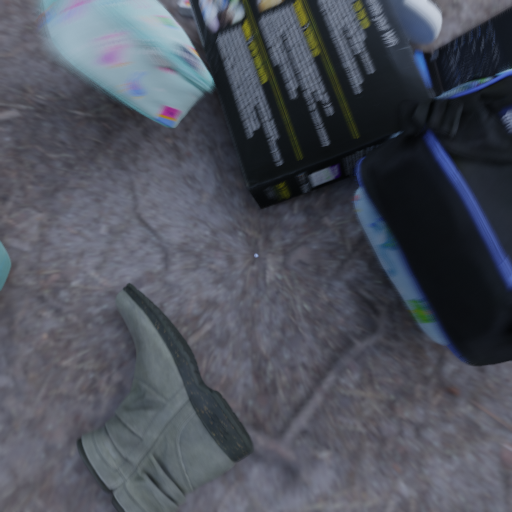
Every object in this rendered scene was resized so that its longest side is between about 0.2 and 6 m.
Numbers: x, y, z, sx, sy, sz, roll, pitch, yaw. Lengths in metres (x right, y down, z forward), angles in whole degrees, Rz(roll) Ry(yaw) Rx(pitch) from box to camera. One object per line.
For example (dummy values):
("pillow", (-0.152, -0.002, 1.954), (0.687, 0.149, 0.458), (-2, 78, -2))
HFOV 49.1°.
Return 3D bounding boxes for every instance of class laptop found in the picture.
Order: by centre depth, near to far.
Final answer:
("laptop", (3.253, -2.917, 9.300), (2.827, 1.460, 2.505), (-23, 63, 38))

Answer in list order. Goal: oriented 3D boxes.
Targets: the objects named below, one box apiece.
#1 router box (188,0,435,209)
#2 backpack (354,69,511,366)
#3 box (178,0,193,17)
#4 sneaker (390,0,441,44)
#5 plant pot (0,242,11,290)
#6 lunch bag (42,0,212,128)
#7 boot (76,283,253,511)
("router box", (0.811, -3.221, 9.259), (3.077, 1.053, 4.126), (-19, 72, 8))
("backpack", (3.411, -0.721, 7.510), (3.707, 2.724, 3.392), (-29, 87, -25))
("box", (-0.898, -5.163, 10.892), (0.950, 0.251, 1.218), (10, 67, 5))
("sneaker", (2.525, -5.240, 10.505), (2.828, 1.042, 1.634), (36, 76, 14))
("plant pot", (-4.644, 0.147, 7.830), (2.264, 2.264, 1.817), (38, 59, 14))
("lunch bag", (-2.000, -3.377, 8.323), (1.158, 2.410, 3.005), (-42, 46, 15))
("boot", (-1.651, 2.030, 7.678), (2.033, 1.054, 3.112), (-35, 71, -7))
